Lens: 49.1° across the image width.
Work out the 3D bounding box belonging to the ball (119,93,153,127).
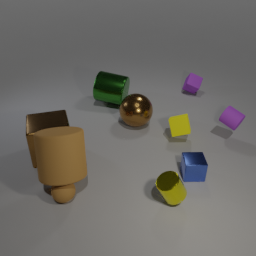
[{"bbox_3d":[0.336,-0.734,11.646,1.400,1.400,1.400,0,32,0],"label":"ball"}]

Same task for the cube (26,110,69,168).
[{"bbox_3d":[-2.751,0.347,9.882,1.400,1.400,1.400,-9,33,-14],"label":"cube"}]

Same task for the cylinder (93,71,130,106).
[{"bbox_3d":[-0.768,-1.870,13.231,1.400,1.400,1.400,14,34,9],"label":"cylinder"}]

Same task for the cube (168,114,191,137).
[{"bbox_3d":[1.988,-0.112,10.718,0.700,0.700,0.700,-11,6,16],"label":"cube"}]

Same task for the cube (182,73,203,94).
[{"bbox_3d":[3.323,-2.294,14.428,0.700,0.700,0.700,24,72,-3],"label":"cube"}]

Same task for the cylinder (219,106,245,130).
[{"bbox_3d":[3.945,-0.378,10.628,0.700,0.700,0.700,39,46,22],"label":"cylinder"}]

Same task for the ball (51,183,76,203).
[{"bbox_3d":[-1.884,1.829,8.169,0.700,0.700,0.700,0,32,0],"label":"ball"}]

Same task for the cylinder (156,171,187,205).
[{"bbox_3d":[1.233,1.695,7.953,0.700,0.700,0.700,-21,36,16],"label":"cylinder"}]

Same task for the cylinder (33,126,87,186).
[{"bbox_3d":[-1.937,0.767,8.125,1.400,1.400,1.400,-3,11,1],"label":"cylinder"}]

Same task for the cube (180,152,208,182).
[{"bbox_3d":[2.121,1.257,9.088,0.700,0.700,0.700,0,32,-1],"label":"cube"}]
